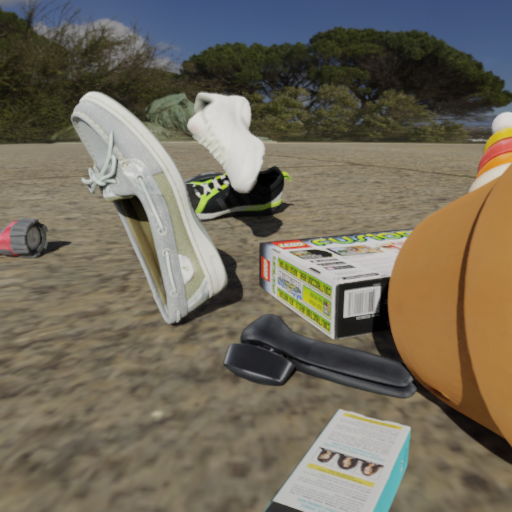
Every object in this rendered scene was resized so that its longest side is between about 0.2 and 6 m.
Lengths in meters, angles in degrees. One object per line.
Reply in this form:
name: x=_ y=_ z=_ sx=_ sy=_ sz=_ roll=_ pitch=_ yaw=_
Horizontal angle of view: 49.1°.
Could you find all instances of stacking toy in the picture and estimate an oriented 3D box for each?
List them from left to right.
stacking toy: x=3.816 y=-1.448 z=8.325 sx=1.292 sy=1.292 sz=1.768 roll=3 pitch=55 yaw=13

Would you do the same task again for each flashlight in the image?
flashlight: x=-4.563 y=-0.348 z=9.512 sx=1.993 sy=0.677 sz=0.675 roll=5 pitch=14 yaw=16

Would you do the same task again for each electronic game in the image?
electronic game: x=-1.225 y=-1.547 z=13.498 sx=1.553 sy=0.323 sz=1.553 roll=-15 pitch=-20 yaw=-5

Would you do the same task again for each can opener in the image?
can opener: x=0.571 y=0.953 z=5.003 sx=1.708 sy=0.671 sz=0.541 roll=9 pitch=-22 yaw=22

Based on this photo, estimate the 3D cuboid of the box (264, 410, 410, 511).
box: x=0.527 y=1.398 z=3.365 sx=0.525 sy=0.314 sz=1.276 roll=7 pitch=16 yaw=27

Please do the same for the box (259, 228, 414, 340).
box: x=2.172 y=0.173 z=7.442 sx=3.797 sy=0.659 sz=2.090 roll=-6 pitch=15 yaw=-21

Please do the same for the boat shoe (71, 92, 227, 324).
boat shoe: x=-1.193 y=-0.460 z=5.874 sx=0.813 sy=2.534 sz=0.934 roll=-40 pitch=29 yaw=-26

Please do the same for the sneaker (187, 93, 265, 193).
sneaker: x=-0.580 y=-1.862 z=9.134 sx=1.100 sy=0.862 sz=2.213 roll=8 pitch=44 yaw=-28

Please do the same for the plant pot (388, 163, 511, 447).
plant pot: x=2.107 y=0.365 z=3.989 sx=2.394 sy=2.394 sz=1.676 roll=-7 pitch=-1 yaw=-24

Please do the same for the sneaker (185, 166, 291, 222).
sneaker: x=-0.633 y=-1.601 z=12.632 sx=2.973 sy=1.231 sz=1.066 roll=-8 pitch=46 yaw=-28
